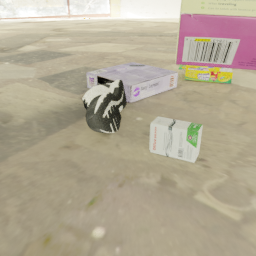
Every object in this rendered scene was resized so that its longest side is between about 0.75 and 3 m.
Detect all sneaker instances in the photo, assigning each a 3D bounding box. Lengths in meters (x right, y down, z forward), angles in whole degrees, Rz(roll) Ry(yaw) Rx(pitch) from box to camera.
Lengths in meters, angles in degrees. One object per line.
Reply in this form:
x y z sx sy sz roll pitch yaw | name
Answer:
-0.790 -0.577 7.988 1.175 1.083 2.938 -8 19 10 | sneaker

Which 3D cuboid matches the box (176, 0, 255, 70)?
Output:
2.017 -2.315 4.815 2.148 1.181 2.442 6 65 9 | box

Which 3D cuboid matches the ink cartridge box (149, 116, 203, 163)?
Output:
1.063 0.239 6.315 1.077 0.790 0.448 13 28 23 | ink cartridge box

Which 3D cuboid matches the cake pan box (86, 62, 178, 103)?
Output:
0.126 -1.859 10.800 2.519 0.715 2.735 21 32 40 | cake pan box

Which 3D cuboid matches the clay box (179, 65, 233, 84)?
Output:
3.315 -2.411 12.121 2.206 0.525 1.267 7 26 14 | clay box
